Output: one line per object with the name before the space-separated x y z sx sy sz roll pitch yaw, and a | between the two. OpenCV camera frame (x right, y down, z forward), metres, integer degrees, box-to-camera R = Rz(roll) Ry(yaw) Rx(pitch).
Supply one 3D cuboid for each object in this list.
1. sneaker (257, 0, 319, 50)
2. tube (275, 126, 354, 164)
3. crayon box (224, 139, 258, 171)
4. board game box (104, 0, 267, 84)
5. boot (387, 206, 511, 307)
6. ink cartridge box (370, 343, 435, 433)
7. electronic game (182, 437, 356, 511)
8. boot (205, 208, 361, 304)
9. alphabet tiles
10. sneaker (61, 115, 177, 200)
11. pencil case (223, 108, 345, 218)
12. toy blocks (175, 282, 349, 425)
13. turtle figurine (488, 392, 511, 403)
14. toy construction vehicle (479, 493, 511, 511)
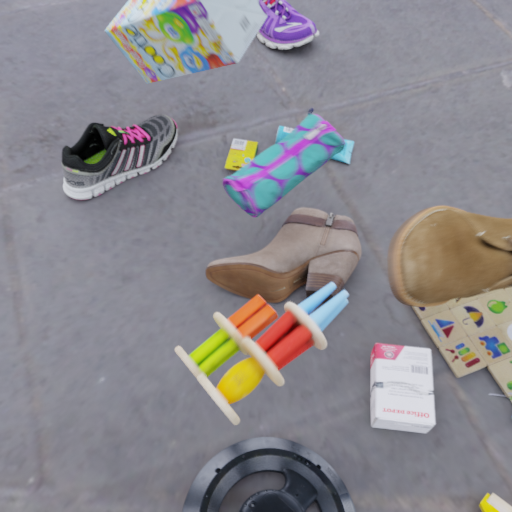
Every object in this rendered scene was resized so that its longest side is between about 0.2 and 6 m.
sneaker | 0.323 -6.602 14.932 1.273 1.317 3.157 -40 65 -23
tube | 1.329 -2.566 12.804 1.764 0.445 0.683 13 66 3
crayon box | -0.336 -2.208 12.640 0.592 0.237 0.933 10 56 7
board game box | -1.270 -4.107 9.910 2.429 1.251 1.274 4 57 41
boot | 3.116 -0.042 7.355 3.514 1.326 1.293 -7 96 -38
ink cartridge box | 2.450 2.236 9.471 0.966 0.563 1.335 6 56 4
electronic game | 0.220 4.012 8.252 2.672 0.556 2.672 5 53 -6
boot | 0.623 -0.120 10.927 2.795 0.982 2.044 12 51 6
alphabet tiles | 4.864 0.885 10.600 3.676 0.116 3.059 -18 57 -13
sneaker | -2.957 -2.392 12.127 2.942 1.287 1.085 -35 63 -21
pencil case | 0.462 -1.555 9.515 2.078 0.960 0.884 -39 77 -10
toy blocks | 0.097 0.962 7.014 1.994 0.724 1.662 -39 25 -12
turtle figurine | 4.497 2.382 9.380 0.741 0.550 0.765 -24 57 -15
toy construction vehicle | 3.446 4.422 8.107 1.390 0.562 1.596 30 58 31
